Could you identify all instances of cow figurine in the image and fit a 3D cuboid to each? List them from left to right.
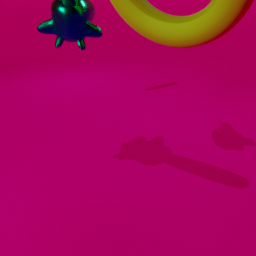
[{"bbox_3d":[-0.757,-1.935,3.554,0.922,1.652,1.679,3,2,-4],"label":"cow figurine"}]

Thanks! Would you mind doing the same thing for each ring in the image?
[{"bbox_3d":[0.449,-1.664,2.917,1.812,1.812,0.362,17,54,29],"label":"ring"}]
